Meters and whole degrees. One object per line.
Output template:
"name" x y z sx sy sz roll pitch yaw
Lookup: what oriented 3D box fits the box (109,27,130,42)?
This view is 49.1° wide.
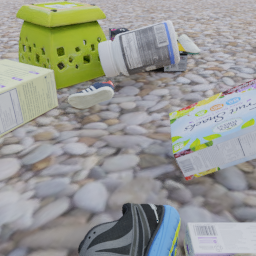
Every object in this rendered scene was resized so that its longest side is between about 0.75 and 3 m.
"box" -0.329 -4.517 14.108 0.902 0.783 1.476 -12 34 -19

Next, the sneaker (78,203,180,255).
"sneaker" -0.223 1.910 3.377 1.177 1.007 2.841 7 26 24

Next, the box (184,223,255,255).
"box" 2.190 1.723 3.992 2.721 0.526 0.564 0 31 -1

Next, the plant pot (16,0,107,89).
"plant pot" -2.396 -3.235 10.346 2.732 2.492 2.746 -26 40 -37

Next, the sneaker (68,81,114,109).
"sneaker" -1.062 -1.016 8.233 1.454 0.545 0.614 -10 43 17

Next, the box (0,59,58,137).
"box" -3.567 -0.902 7.743 2.101 1.155 2.389 17 34 26

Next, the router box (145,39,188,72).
"router box" 0.843 -3.077 11.725 2.882 0.753 2.266 -1 31 -2

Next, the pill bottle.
"pill bottle" 0.363 -2.604 9.510 2.533 1.441 1.441 -13 30 9

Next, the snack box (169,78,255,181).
"snack box" 1.994 -0.060 5.637 2.197 0.743 1.853 -23 23 18

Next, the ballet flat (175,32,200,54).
"ballet flat" 2.403 -4.197 13.573 0.850 0.850 2.449 -27 40 -37
